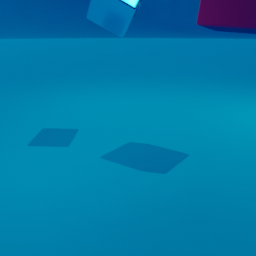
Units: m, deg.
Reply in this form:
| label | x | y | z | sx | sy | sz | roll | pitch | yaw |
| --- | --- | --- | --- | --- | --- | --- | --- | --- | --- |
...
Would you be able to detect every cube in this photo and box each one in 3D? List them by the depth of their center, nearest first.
| label | x | y | z | sx | sy | sz | roll | pitch | yaw |
| --- | --- | --- | --- | --- | --- | --- | --- | --- | --- |
| cube | 2.282 | -2.607 | 5.588 | 1.256 | 1.256 | 1.256 | 17 | 20 | 31 |
| cube | -0.266 | -3.098 | 6.797 | 1.040 | 1.040 | 1.040 | 27 | -26 | -7 |
